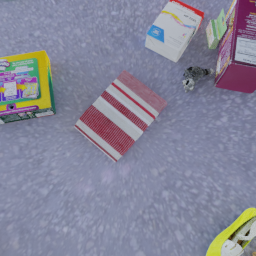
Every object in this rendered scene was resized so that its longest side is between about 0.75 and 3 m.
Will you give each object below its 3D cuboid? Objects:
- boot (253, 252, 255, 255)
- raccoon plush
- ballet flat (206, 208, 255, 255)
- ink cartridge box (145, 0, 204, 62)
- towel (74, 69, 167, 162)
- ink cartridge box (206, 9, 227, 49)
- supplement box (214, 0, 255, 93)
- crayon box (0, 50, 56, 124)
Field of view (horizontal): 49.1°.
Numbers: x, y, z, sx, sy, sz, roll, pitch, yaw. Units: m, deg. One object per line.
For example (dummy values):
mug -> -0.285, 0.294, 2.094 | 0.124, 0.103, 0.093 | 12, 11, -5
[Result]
boot -> 4.638, 4.305, 8.479 | 1.639, 0.577, 1.173 | -9, 79, 1
raccoon plush -> 2.599, -1.768, 10.300 | 1.323, 0.640, 0.887 | -5, 81, -2
ballet flat -> 3.330, 3.382, 8.522 | 2.400, 0.804, 0.802 | -41, 95, -12
ink cartridge box -> 1.899, -3.971, 10.815 | 1.455, 0.842, 2.504 | 30, 74, 8
towel -> -0.253, -0.474, 10.038 | 2.062, 0.326, 2.863 | 40, 79, 9
ink cartridge box -> 3.294, -3.703, 10.522 | 0.301, 1.254, 0.912 | -3, 73, -1
supplement box -> 4.188, -2.995, 9.971 | 1.491, 1.892, 2.890 | 12, 74, 3
crayon box -> -4.100, -1.432, 10.072 | 2.669, 0.778, 2.303 | -10, 72, -3
